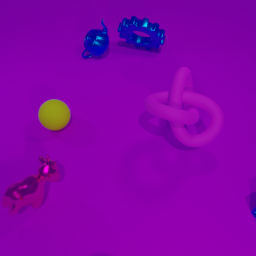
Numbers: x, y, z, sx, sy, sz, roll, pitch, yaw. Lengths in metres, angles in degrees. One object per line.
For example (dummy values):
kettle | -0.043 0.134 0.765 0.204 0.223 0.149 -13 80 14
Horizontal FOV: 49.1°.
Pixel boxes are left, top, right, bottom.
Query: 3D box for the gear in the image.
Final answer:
gear | 0.468 -3.247 9.679 1.636 1.636 0.303 14 81 11

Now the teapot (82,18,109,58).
teapot | -1.117 -3.045 9.709 0.756 1.544 0.960 13 35 -46

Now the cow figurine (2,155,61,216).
cow figurine | -2.129 1.237 6.247 0.684 1.227 1.247 34 25 30

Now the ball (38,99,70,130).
ball | -2.043 -0.363 7.796 0.857 0.857 0.857 0 51 0

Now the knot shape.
knot shape | 1.402 -0.633 6.934 1.993 0.921 1.865 24 55 -20

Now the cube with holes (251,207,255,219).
cube with holes | 3.342 1.862 6.086 0.756 0.756 0.756 -20 54 -15
